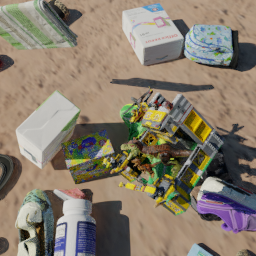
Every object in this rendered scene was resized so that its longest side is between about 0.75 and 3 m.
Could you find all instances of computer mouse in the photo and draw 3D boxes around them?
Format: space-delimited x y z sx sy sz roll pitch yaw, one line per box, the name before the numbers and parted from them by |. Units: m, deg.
computer mouse | 2.327 1.574 8.373 1.658 0.544 2.362 -17 73 -15

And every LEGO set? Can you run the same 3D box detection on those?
LEGO set | 0.386 0.277 6.032 2.287 1.723 2.975 -50 25 -2

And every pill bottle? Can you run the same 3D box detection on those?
pill bottle | -1.355 2.803 7.314 1.025 1.025 1.713 -1 58 -1

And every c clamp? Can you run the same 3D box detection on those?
c clamp | -4.852 1.613 8.513 2.539 0.344 2.169 4 53 4

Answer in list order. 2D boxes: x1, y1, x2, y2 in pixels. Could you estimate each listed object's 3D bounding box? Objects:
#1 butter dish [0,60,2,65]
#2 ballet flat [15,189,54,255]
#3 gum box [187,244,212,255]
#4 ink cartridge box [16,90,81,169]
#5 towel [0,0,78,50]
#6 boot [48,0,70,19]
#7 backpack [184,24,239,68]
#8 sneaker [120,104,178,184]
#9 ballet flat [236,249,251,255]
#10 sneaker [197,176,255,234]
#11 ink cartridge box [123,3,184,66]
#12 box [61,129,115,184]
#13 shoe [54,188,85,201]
butter dish | -5.733 -2.717 10.836 1.172 0.869 1.175 40 66 21
ballet flat | -2.468 2.809 7.284 1.043 1.043 2.810 -15 58 -9
gum box | 1.842 3.694 7.226 0.869 0.228 1.023 32 64 18
ink cartridge box | -2.329 0.225 8.203 0.895 2.659 1.557 38 64 -1
towel | -2.647 -2.698 7.436 2.263 1.688 0.347 5 72 24
boot | -3.820 -5.110 12.367 2.149 0.786 1.618 31 64 13
backpack | 3.234 -3.255 10.957 2.060 1.584 1.681 2 61 19
sneaker | 0.420 0.417 8.755 1.236 1.096 2.958 -21 61 -17
ballet flat | 2.843 3.812 6.918 0.567 0.630 1.673 24 61 13
sneaker | 3.195 2.361 7.581 2.971 1.198 1.239 25 98 -3
ink cartridge box | 0.968 -3.854 11.453 1.724 1.010 2.386 -17 61 -11
box | -1.129 0.888 8.337 1.351 1.301 0.824 -17 60 -11
shoe | -1.724 1.949 8.287 0.906 0.324 0.412 19 44 18
